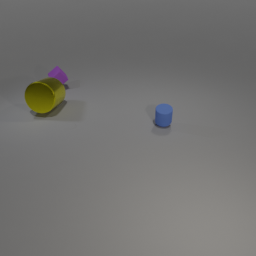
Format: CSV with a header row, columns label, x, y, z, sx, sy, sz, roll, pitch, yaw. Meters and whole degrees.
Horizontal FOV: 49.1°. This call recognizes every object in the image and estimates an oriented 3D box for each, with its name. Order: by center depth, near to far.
label,x,y,z,sx,sy,sz,roll,pitch,yaw
cylinder,1.480,-0.533,11.581,0.700,0.700,0.700,-1,42,1
cylinder,-3.719,-1.510,12.688,1.400,1.400,1.400,4,19,6
cube,-3.726,-2.734,14.925,0.700,0.700,0.700,-39,44,5
